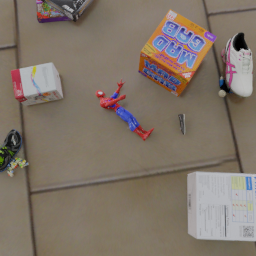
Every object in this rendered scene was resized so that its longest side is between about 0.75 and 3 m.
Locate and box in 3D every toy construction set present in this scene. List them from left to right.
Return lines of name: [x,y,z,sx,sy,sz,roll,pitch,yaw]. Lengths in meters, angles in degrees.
toy construction set: [-4.465,1.532,11.186,0.563,0.396,0.859,44,71,7]

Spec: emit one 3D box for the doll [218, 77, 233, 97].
doll: [4.357,-1.882,11.814,1.009,0.358,1.478,41,82,8]

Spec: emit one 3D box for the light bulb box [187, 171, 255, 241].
light bulb box: [3.507,2.845,10.335,2.353,1.468,2.332,3,78,0]

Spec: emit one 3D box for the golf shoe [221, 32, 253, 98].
golf shoe: [4.462,-2.525,11.242,0.991,1.257,2.730,-3,68,-6]

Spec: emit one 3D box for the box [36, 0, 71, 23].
box: [-3.190,-5.351,12.467,1.702,0.333,1.164,-6,78,-1]

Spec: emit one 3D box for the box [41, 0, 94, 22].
box: [-2.663,-5.898,12.130,2.215,0.535,1.754,35,80,6]

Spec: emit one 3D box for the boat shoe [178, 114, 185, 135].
boat shoe: [2.202,-0.154,11.516,0.247,0.290,0.866,-1,84,1]

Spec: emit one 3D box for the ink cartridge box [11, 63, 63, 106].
ink cartridge box: [-3.622,-1.747,11.348,1.662,1.208,1.202,-12,80,-2]

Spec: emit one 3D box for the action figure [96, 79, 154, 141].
action figure: [-0.029,-0.891,11.227,2.791,0.911,1.382,36,111,7]

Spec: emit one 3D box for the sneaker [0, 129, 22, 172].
sneaker: [-4.819,0.920,11.087,0.645,0.754,1.820,25,81,3]

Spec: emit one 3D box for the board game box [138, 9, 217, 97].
board game box: [1.849,-2.862,11.125,2.058,2.059,2.060,33,81,5]
